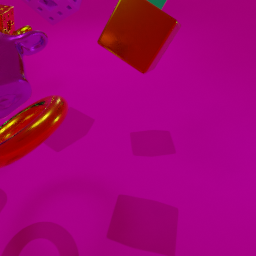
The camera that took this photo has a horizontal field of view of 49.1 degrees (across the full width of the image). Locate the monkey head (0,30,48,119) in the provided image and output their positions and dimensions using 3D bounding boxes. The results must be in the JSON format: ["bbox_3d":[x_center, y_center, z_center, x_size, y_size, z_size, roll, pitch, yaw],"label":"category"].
[{"bbox_3d":[-1.667,-0.750,2.935,1.830,1.317,1.103,-12,67,-24],"label":"monkey head"}]

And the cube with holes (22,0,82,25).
[{"bbox_3d":[-2.000,-3.791,7.587,1.161,1.161,1.161,-9,61,39],"label":"cube with holes"}]

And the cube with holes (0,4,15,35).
[{"bbox_3d":[-3.543,-2.775,7.408,0.795,0.795,0.795,9,37,-5],"label":"cube with holes"}]

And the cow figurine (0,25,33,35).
[{"bbox_3d":[-2.970,-2.263,7.386,1.109,0.619,1.127,-25,0,-8],"label":"cow figurine"}]

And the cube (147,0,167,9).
[{"bbox_3d":[0.573,-3.485,7.015,0.880,0.880,0.880,29,14,-14],"label":"cube"}]

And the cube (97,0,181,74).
[{"bbox_3d":[0.238,-1.714,5.083,1.017,1.017,1.017,34,21,3],"label":"cube"}]

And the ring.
[{"bbox_3d":[-1.720,0.025,4.633,1.691,0.338,1.691,-27,25,14],"label":"ring"}]
